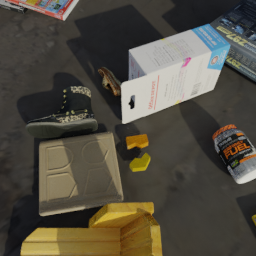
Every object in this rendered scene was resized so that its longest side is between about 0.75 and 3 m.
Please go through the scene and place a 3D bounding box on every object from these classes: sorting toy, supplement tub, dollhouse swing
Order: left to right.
[{"bbox_3d":[-0.771,2.525,4.665,2.032,2.100,2.311,11,56,-18],"label":"dollhouse swing"},{"bbox_3d":[-0.731,0.944,6.568,2.634,0.353,1.962,-8,53,-5],"label":"sorting toy"},{"bbox_3d":[2.542,0.584,6.506,0.763,0.763,1.245,-18,59,-11],"label":"supplement tub"}]

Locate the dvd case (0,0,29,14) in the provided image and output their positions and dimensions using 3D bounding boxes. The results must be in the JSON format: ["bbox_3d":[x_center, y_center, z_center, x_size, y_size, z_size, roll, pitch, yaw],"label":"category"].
[{"bbox_3d":[-4.263,-4.885,10.314,1.849,0.229,1.390,19,60,12],"label":"dvd case"}]

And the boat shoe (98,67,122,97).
[{"bbox_3d":[-0.532,-1.309,7.932,0.406,0.416,1.100,-35,63,-17],"label":"boat shoe"}]

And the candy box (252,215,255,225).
[{"bbox_3d":[3.707,2.059,5.872,1.898,0.251,0.970,-13,61,-8],"label":"candy box"}]

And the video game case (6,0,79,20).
[{"bbox_3d":[-3.066,-4.856,10.101,2.456,0.214,1.756,20,59,3],"label":"video game case"}]

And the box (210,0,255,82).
[{"bbox_3d":[4.004,-2.508,8.268,2.333,0.755,2.958,-40,65,-23],"label":"box"}]

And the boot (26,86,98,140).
[{"bbox_3d":[-1.704,-0.420,7.251,1.738,0.627,1.313,-5,55,-9],"label":"boot"}]

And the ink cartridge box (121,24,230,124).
[{"bbox_3d":[0.954,-1.363,7.206,2.878,1.657,0.976,-22,59,-14],"label":"ink cartridge box"}]
